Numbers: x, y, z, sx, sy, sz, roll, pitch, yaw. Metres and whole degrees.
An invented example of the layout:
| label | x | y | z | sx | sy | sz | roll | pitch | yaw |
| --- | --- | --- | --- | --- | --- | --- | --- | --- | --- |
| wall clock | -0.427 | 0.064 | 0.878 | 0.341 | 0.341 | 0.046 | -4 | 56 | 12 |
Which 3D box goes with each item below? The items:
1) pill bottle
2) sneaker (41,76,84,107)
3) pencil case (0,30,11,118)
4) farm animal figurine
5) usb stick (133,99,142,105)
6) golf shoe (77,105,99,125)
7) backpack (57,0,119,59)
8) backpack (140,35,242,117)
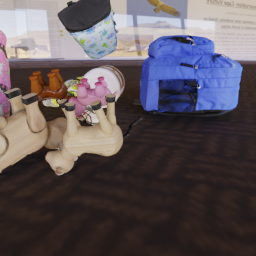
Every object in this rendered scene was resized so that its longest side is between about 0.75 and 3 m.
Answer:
| label | x | y | z | sx | sy | sz | roll | pitch | yaw |
| --- | --- | --- | --- | --- | --- | --- | --- | --- | --- |
| pill bottle | -0.836 | -1.633 | 10.474 | 1.360 | 1.360 | 2.378 | 2 | 16 | 5 |
| sneaker | -2.048 | -1.280 | 10.402 | 0.944 | 0.931 | 2.470 | 17 | 33 | 26 |
| pencil case | -3.498 | -1.208 | 6.692 | 1.112 | 2.685 | 1.162 | -13 | -18 | 17 |
| farm animal figurine | -1.552 | 0.056 | 5.026 | 2.756 | 1.453 | 2.786 | -22 | 31 | -23 |
| usb stick | 0.761 | -0.902 | 10.087 | 1.190 | 0.194 | 0.330 | 7 | 18 | 24 |
| golf shoe | -1.017 | -0.408 | 7.840 | 1.235 | 0.544 | 0.477 | 17 | 22 | 41 |
| backpack | -1.067 | -3.074 | 8.790 | 1.605 | 1.513 | 1.968 | -28 | 1 | -2 |
| backpack | 1.911 | -1.527 | 8.439 | 2.847 | 2.389 | 2.313 | 3 | 21 | -3 |
